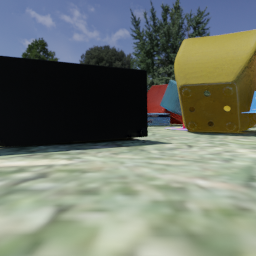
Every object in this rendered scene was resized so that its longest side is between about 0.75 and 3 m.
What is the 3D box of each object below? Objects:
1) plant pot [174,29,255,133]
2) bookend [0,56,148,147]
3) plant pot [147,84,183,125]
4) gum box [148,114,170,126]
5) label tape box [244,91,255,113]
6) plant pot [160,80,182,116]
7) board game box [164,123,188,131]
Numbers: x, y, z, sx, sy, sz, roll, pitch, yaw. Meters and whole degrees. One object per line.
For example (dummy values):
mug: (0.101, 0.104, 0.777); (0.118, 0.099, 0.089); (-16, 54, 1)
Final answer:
plant pot: (2.233, -0.969, 6.932); (2.101, 2.088, 2.150); (1, 34, 28)
bookend: (-1.310, -0.374, 4.801); (2.405, 1.108, 2.390); (-2, 3, -35)
plant pot: (1.611, -1.064, 12.386); (1.595, 1.407, 1.596); (2, -15, 45)
gum box: (0.645, -0.338, 11.343); (1.821, 0.478, 2.144); (0, 2, -1)
label tape box: (2.924, -0.498, 5.111); (1.419, 0.449, 1.024); (-2, 2, -36)
plant pot: (2.225, -0.969, 10.582); (1.094, 1.094, 1.548); (10, 19, -33)
board game box: (2.293, -0.206, 8.280); (2.460, 0.479, 1.944); (-1, 3, -37)
